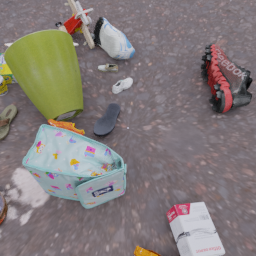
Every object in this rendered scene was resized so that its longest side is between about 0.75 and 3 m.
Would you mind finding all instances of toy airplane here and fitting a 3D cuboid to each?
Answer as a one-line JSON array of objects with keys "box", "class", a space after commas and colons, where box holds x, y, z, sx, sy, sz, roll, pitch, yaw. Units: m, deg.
[{"box": [-1.860, -4.192, 10.912, 1.759, 1.766, 1.246, 31, 40, 25], "class": "toy airplane"}]

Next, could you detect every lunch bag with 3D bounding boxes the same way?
[{"box": [-1.105, 1.060, 6.842, 2.219, 1.890, 1.353, 13, 59, 9], "class": "lunch bag"}]

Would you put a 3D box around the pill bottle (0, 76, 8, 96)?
[{"box": [-4.386, -1.504, 9.446, 0.443, 0.796, 0.443, 0, 53, 0], "class": "pill bottle"}]

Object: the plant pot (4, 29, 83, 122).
[{"box": [-2.295, -1.397, 8.624, 2.156, 2.156, 2.304, -23, 85, -16], "class": "plant pot"}]

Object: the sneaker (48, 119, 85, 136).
[{"box": [-1.750, 0.019, 7.953, 1.177, 0.429, 0.454, 26, 67, 14], "class": "sneaker"}]

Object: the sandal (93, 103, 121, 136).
[{"box": [-0.606, -0.211, 8.811, 0.569, 0.320, 1.496, 23, 45, 8], "class": "sandal"}]

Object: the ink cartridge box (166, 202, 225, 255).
[{"box": [1.543, 2.424, 6.510, 0.898, 0.516, 1.237, 3, 50, -25], "class": "ink cartridge box"}]

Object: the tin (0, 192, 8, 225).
[{"box": [-4.082, 1.957, 7.108, 2.117, 0.443, 1.185, 19, 51, 13], "class": "tin"}]

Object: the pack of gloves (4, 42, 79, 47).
[{"box": [-3.240, -2.958, 10.527, 2.176, 0.429, 1.829, -20, 32, -32], "class": "pack of gloves"}]

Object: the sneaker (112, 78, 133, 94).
[{"box": [-0.172, -1.547, 9.732, 0.891, 0.394, 0.335, -38, 60, -25], "class": "sneaker"}]

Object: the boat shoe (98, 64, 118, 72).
[{"box": [-0.743, -2.251, 10.341, 0.763, 0.261, 0.285, 2, 53, 2], "class": "boat shoe"}]

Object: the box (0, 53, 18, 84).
[{"box": [-3.920, -2.229, 10.183, 2.135, 0.516, 1.252, -8, 54, -4], "class": "box"}]

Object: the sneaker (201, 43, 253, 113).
[{"box": [3.355, -1.771, 9.507, 1.417, 1.025, 2.901, -3, 55, -2], "class": "sneaker"}]

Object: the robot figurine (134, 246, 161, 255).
[{"box": [0.664, 3.209, 6.172, 1.327, 0.386, 0.962, 21, 56, 16], "class": "robot figurine"}]

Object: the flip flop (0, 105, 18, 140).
[{"box": [-3.902, -0.221, 8.723, 0.582, 0.413, 1.436, 10, 54, 7], "class": "flip flop"}]

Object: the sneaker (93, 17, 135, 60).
[{"box": [-0.622, -3.485, 10.984, 0.982, 0.974, 2.711, 7, 37, -38], "class": "sneaker"}]
